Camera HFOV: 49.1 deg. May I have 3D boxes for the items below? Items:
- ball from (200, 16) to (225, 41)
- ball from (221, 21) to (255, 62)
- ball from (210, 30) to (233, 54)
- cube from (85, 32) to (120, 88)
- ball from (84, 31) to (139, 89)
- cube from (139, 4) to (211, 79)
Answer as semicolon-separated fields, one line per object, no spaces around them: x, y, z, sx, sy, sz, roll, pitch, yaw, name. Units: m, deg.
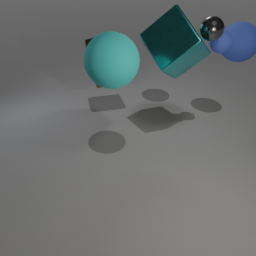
2.464;-2.909;8.212;0.700;0.700;0.700;0;31;0;ball
3.992;-3.079;10.049;1.400;1.400;1.400;0;31;0;ball
2.935;-2.706;8.816;0.700;0.700;0.700;0;31;0;ball
-0.788;-2.660;11.065;1.400;1.400;1.400;-14;62;-1;cube
-0.411;-1.696;7.067;1.400;1.400;1.400;0;31;0;ball
1.470;-2.573;8.626;1.400;1.400;1.400;61;22;14;cube
